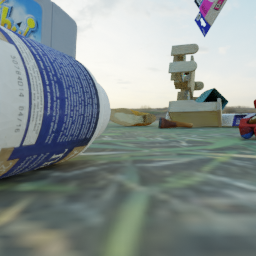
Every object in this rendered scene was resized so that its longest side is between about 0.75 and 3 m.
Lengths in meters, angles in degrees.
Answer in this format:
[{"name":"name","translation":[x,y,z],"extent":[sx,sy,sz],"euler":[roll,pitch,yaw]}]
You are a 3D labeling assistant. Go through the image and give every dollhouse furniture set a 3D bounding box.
[{"name":"dollhouse furniture set","translation":[2.436,-1.375,9.836],"extent":[1.662,2.502,2.193],"euler":[0,-29,21]}]

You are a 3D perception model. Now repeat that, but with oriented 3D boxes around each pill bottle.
[{"name":"pill bottle","translation":[-0.574,-0.122,1.593],"extent":[0.719,0.719,1.295],"euler":[1,2,18]}]

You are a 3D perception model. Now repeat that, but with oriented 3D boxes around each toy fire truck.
[{"name":"toy fire truck","translation":[2.029,-0.079,3.904],"extent":[0.877,0.585,1.044],"euler":[-24,14,-33]}]

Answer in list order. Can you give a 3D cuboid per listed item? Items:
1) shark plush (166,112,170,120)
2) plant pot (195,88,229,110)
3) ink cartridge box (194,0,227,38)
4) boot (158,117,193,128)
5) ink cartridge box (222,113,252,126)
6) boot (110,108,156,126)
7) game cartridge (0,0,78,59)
[{"name":"shark plush","translation":[1.920,-0.427,11.836],"extent":[0.715,0.656,1.574],"euler":[1,2,27]},{"name":"plant pot","translation":[2.872,-0.883,10.108],"extent":[0.764,0.763,1.080],"euler":[41,-7,-11]},{"name":"ink cartridge box","translation":[2.324,-3.647,7.392],"extent":[0.412,1.053,2.223],"euler":[7,-44,-18]},{"name":"boot","translation":[1.447,-0.081,8.459],"extent":[1.005,0.344,0.946],"euler":[8,-4,14]},{"name":"ink cartridge box","translation":[4.212,-0.301,10.314],"extent":[2.347,0.477,2.352],"euler":[-2,2,-27]},{"name":"boot","translation":[0.068,-0.363,11.453],"extent":[2.004,0.705,1.435],"euler":[4,-5,-14]},{"name":"game cartridge","translation":[-1.520,-0.700,2.765],"extent":[0.547,1.803,2.704],"euler":[2,3,32]}]
